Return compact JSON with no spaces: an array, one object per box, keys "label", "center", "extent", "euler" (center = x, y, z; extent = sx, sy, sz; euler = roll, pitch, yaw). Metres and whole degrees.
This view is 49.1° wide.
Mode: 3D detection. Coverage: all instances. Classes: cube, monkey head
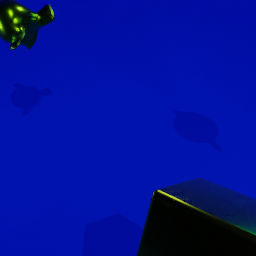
[{"label":"cube","center":[0.689,1.022,2.233],"extent":[0.915,0.915,0.915],"euler":[19,9,35]},{"label":"monkey head","center":[-2.212,-2.294,5.842],"extent":[1.168,0.978,1.623],"euler":[-25,76,16]}]
